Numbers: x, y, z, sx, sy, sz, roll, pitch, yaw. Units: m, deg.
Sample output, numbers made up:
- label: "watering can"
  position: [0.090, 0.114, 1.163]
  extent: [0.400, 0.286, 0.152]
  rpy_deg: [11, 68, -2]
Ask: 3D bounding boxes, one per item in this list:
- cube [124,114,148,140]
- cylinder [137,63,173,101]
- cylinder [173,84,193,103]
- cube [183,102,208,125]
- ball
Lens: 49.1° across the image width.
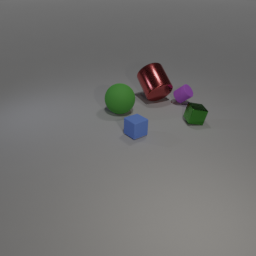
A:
- label: "cube"
  position: [0.312, -0.067, 11.147]
  extent: [0.700, 0.700, 0.700]
  rpy_deg: [-19, 34, -33]
- label: "cylinder"
  position: [1.335, -2.290, 14.021]
  extent: [1.400, 1.400, 1.400]
  rpy_deg: [-13, 66, -22]
- label: "cylinder"
  position: [2.715, -1.685, 13.755]
  extent: [0.700, 0.700, 0.700]
  rpy_deg: [-31, 5, 41]
- label: "cube"
  position: [2.904, -0.616, 12.058]
  extent: [0.700, 0.700, 0.700]
  rpy_deg: [7, 29, -15]
- label: "ball"
  position: [-0.369, -1.341, 12.834]
  extent: [1.400, 1.400, 1.400]
  rpy_deg: [0, 28, 0]
